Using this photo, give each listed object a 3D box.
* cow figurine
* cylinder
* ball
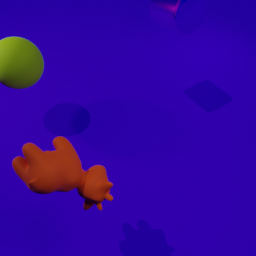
[{"bbox_3d":[-0.970,0.822,4.545,1.398,0.780,1.421,50,25,15],"label":"cow figurine"},{"bbox_3d":[1.294,-3.134,7.379,1.093,1.093,1.093,-28,42,-19],"label":"cylinder"},{"bbox_3d":[-2.933,-1.712,7.426,1.350,1.350,1.350,0,54,0],"label":"ball"}]
